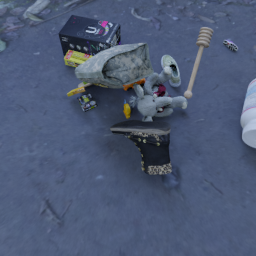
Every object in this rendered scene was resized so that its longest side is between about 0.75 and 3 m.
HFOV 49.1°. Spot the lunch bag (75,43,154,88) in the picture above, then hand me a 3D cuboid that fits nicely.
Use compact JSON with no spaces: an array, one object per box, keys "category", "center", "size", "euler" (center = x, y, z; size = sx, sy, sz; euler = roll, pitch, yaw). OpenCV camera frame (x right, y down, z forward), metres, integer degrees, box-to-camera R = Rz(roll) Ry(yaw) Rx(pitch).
[{"category":"lunch bag","center":[-0.571,-2.183,10.282],"size":[2.340,1.376,1.919],"euler":[-28,25,-30]}]

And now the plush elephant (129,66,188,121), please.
[{"category":"plush elephant","center":[1.053,-1.069,10.910],"size":[2.325,1.915,1.801],"euler":[-18,22,12]}]

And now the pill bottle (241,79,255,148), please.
[{"category":"pill bottle","center":[5.253,-0.624,10.857],"size":[1.501,1.501,2.760],"euler":[18,57,13]}]

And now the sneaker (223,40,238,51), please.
[{"category":"sneaker","center":[5.266,-4.243,14.208],"size":[0.369,0.356,0.884],"euler":[-24,57,-23]}]

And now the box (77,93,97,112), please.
[{"category":"box","center":[-1.760,-1.106,12.028],"size":[0.620,0.171,0.773],"euler":[-24,58,-16]}]

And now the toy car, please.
[{"category":"toy car","center":[0.306,-1.625,12.015],"size":[1.197,0.812,2.439],"euler":[-5,54,-3]}]

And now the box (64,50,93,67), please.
[{"category":"box","center":[-2.069,-3.149,13.268],"size":[1.770,0.444,0.666],"euler":[17,61,9]}]

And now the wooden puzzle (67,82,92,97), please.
[{"category":"wooden puzzle","center":[-1.222,-2.229,12.108],"size":[1.901,0.330,2.818],"euler":[-3,30,50]}]

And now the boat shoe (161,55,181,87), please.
[{"category":"boat shoe","center":[2.052,-2.790,12.972],"size":[0.715,0.616,1.985],"euler":[-10,55,-7]}]

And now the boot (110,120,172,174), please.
[{"category":"boot","center":[0.485,0.647,9.789],"size":[2.341,1.762,0.856],"euler":[1,22,32]}]

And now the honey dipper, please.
[{"category":"honey dipper","center":[2.526,-2.340,10.236],"size":[0.496,0.496,2.613],"euler":[16,90,11]}]

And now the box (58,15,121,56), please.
[{"category":"box","center":[-1.787,-4.269,13.567],"size":[2.589,1.373,1.583],"euler":[14,56,10]}]
